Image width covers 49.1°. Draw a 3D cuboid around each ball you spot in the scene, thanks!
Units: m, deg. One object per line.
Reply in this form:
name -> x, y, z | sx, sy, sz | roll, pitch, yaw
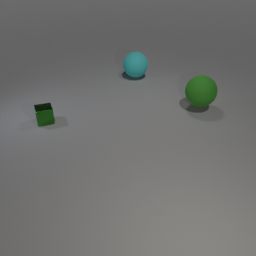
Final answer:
ball -> 3.261, -1.647, 12.498 | 1.400, 1.400, 1.400 | 0, 33, 0
ball -> 0.426, -3.560, 15.760 | 1.400, 1.400, 1.400 | 0, 33, 0

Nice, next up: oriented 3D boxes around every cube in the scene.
cube -> -3.556, -0.580, 11.911 | 0.700, 0.700, 0.700 | -11, 34, -18
